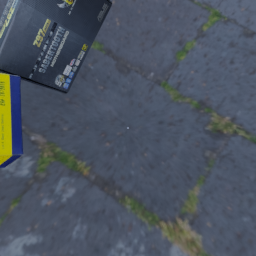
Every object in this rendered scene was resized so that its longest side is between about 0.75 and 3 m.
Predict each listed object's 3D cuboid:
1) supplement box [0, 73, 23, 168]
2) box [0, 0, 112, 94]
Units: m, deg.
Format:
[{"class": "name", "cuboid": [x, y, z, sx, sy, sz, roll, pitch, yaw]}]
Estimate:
[{"class": "supplement box", "cuboid": [-3.511, -0.107, 4.888, 2.876, 1.575, 1.565, 3, 73, -35]}, {"class": "box", "cuboid": [-1.726, -2.228, 6.323, 0.649, 2.007, 2.546, 37, 102, 38]}]
